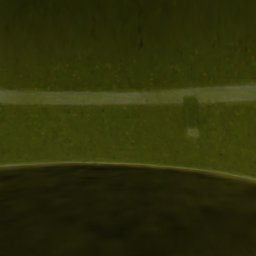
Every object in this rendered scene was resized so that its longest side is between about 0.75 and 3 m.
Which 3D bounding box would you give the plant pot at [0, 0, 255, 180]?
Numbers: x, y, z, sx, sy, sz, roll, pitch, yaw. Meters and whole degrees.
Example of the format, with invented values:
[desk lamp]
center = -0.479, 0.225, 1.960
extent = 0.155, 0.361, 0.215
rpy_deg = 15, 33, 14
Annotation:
[plant pot]
center = -0.317, -0.945, 0.974
extent = 2.920, 2.685, 2.920
rpy_deg = 1, 3, 0
